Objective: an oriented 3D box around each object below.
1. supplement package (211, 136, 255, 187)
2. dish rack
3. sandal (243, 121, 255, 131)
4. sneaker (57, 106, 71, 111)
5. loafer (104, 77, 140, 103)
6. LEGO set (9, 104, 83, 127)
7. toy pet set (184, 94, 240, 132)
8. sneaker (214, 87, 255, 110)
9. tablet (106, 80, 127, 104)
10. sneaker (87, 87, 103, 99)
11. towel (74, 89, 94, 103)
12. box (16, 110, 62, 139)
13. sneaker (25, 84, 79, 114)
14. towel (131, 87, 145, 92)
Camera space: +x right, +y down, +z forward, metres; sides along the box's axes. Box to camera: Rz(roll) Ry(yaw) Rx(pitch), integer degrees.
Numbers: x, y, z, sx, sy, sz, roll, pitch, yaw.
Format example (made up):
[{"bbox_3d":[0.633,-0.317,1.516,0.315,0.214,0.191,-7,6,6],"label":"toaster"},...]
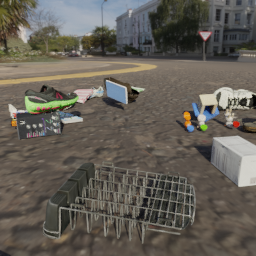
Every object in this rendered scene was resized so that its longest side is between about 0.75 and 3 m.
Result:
[{"bbox_3d":[2.657,0.749,6.742,0.755,0.727,1.328,-3,17,-10],"label":"supplement package"},{"bbox_3d":[-0.061,1.315,5.114,2.500,0.682,1.918,6,19,12],"label":"dish rack"},{"bbox_3d":[5.392,-0.506,9.995,2.845,0.777,1.162,-17,6,-1],"label":"sandal"},{"bbox_3d":[-3.485,-1.299,12.960,0.993,1.020,2.562,12,20,34],"label":"sneaker"},{"bbox_3d":[-0.269,-1.991,13.822,0.856,0.876,2.399,-25,-25,29],"label":"loafer"},{"bbox_3d":[-3.450,-0.543,11.149,2.680,0.658,2.002,-10,19,-38],"label":"LEGO set"},{"bbox_3d":[2.968,-0.359,10.715,1.884,1.001,1.759,-4,52,-2],"label":"toy pet set"},{"bbox_3d":[5.117,-1.331,13.027,2.776,1.050,1.217,-11,20,-29],"label":"sneaker"},{"bbox_3d":[-0.510,-1.610,12.524,1.281,0.834,0.087,27,44,37],"label":"tablet"},{"bbox_3d":[-2.109,-1.980,15.885,0.602,0.607,1.675,17,27,42],"label":"sneaker"},{"bbox_3d":[-2.584,-1.737,15.213,1.065,0.218,1.456,4,32,17],"label":"towel"},{"bbox_3d":[-3.083,-0.153,9.658,1.407,0.746,0.860,-8,18,-21],"label":"box"},{"bbox_3d":[-2.579,-1.103,9.778,0.869,0.949,2.265,-22,-3,32],"label":"sneaker"},{"bbox_3d":[0.155,-2.452,18.155,1.216,0.186,1.594,17,24,42],"label":"towel"}]
